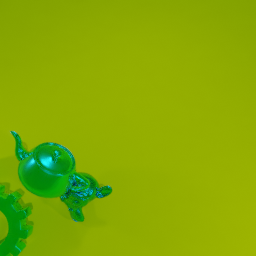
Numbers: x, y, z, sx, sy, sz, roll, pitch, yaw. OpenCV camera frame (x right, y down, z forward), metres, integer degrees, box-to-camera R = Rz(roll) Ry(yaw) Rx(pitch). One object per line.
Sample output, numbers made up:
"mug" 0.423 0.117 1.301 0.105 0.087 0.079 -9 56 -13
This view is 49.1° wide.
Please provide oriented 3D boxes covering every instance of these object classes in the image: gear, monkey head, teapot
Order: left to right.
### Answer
"gear" -2.987 2.129 6.113 1.727 0.319 1.727 0 89 1
"teapot" -1.712 0.788 5.996 2.000 0.979 1.244 32 31 -4
"monkey head" -1.113 1.609 6.668 1.482 1.066 0.893 6 28 31
